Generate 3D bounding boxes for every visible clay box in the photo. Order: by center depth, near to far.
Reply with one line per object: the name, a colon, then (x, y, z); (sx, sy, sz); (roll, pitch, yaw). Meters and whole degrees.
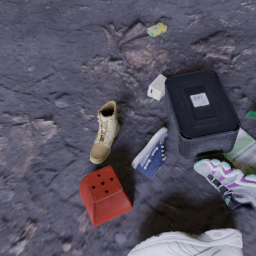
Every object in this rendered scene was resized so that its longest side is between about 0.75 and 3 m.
clay box: (1.334, -4.429, 12.607); (0.867, 0.206, 0.498); (-29, 59, -20)

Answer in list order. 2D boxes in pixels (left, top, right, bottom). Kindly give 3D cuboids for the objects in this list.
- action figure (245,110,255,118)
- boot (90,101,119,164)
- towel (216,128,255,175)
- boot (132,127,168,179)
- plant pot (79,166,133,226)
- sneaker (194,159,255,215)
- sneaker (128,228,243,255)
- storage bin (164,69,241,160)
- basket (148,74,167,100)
action figure: (4.617, -0.459, 8.645); (1.173, 1.986, 0.543); (-25, 92, 1)
boot: (-0.734, 0.124, 8.561); (0.613, 1.309, 1.685); (19, 56, 14)
towel: (3.654, 0.691, 8.804); (1.250, 0.257, 1.676); (-32, 60, -20)
boot: (0.903, 0.766, 8.611); (0.761, 0.613, 1.685); (36, 68, 15)
plant pot: (-0.637, 1.715, 7.553); (1.195, 1.054, 1.196); (-22, 57, -15)
sneaker: (2.694, 1.721, 7.719); (1.985, 0.772, 1.389); (17, 55, 13)
sneaker: (1.430, 3.163, 6.493); (2.855, 1.112, 1.418); (-5, 57, -3)
storage bin: (2.253, -0.479, 8.943); (1.752, 1.215, 2.592); (-11, 55, 2)
basket: (1.148, -1.475, 10.213); (0.496, 0.545, 0.805); (30, 57, 16)
